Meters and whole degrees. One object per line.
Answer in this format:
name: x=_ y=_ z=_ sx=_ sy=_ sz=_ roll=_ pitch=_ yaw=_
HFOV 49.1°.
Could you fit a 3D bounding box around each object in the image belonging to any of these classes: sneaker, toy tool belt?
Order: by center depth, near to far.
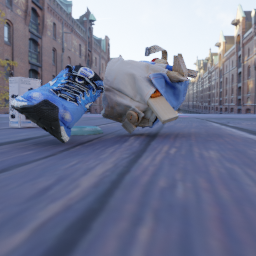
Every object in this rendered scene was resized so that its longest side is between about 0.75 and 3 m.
sneaker: x=-1.090 y=-0.599 z=4.847 sx=1.053 sy=1.195 sz=2.682 roll=36 pitch=7 yaw=-11
toy tool belt: x=0.777 y=-0.874 z=6.378 sx=1.719 sy=1.747 sz=2.797 roll=21 pitch=33 yaw=25

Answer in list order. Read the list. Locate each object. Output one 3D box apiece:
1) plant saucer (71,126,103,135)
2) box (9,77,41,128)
plant saucer: x=-1.125 y=0.048 z=6.380 sx=1.124 sy=0.154 sz=1.124 roll=1 pitch=4 yaw=0
box: x=-3.110 y=-0.765 z=8.502 sx=0.446 sy=1.485 sz=0.866 roll=1 pitch=2 yaw=31
